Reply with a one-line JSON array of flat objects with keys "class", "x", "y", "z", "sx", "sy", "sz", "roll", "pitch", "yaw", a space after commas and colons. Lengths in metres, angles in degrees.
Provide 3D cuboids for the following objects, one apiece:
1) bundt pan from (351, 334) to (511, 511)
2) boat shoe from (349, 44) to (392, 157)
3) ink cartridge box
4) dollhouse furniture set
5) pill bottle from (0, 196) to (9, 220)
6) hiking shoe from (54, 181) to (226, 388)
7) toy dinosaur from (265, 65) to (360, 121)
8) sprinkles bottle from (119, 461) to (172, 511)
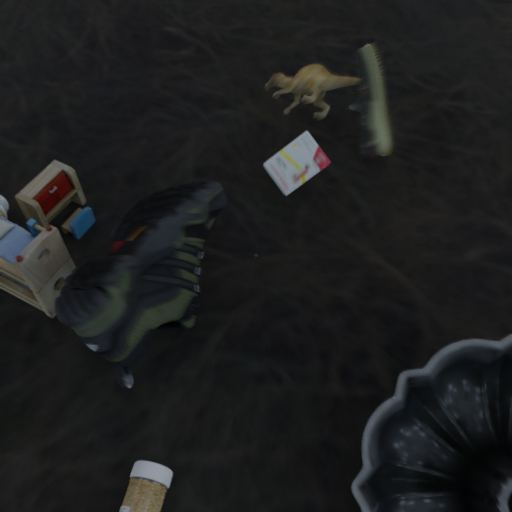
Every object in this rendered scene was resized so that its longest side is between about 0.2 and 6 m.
[{"class": "bundt pan", "x": 2.611, "y": 2.435, "z": 5.684, "sx": 3.196, "sy": 1.200, "sz": 3.196, "roll": -3, "pitch": 75, "yaw": 11}, {"class": "boat shoe", "x": 1.823, "y": -2.505, "z": 9.216, "sx": 0.595, "sy": 1.809, "sz": 0.646, "roll": -10, "pitch": 13, "yaw": 15}, {"class": "ink cartridge box", "x": 0.634, "y": -1.452, "z": 8.874, "sx": 0.872, "sy": 0.364, "sz": 0.633, "roll": -37, "pitch": 93, "yaw": 5}, {"class": "dollhouse furniture set", "x": -3.007, "y": -0.473, "z": 8.059, "sx": 1.380, "sy": 1.373, "sz": 1.959, "roll": 24, "pitch": 58, "yaw": 16}, {"class": "pill bottle", "x": -4.159, "y": -0.490, "z": 8.517, "sx": 0.582, "sy": 0.582, "sz": 1.039, "roll": 1, "pitch": 42, "yaw": 1}, {"class": "hiking shoe", "x": -1.284, "y": 0.210, "z": 7.598, "sx": 1.181, "sy": 1.570, "sz": 3.119, "roll": 2, "pitch": 39, "yaw": 36}, {"class": "toy dinosaur", "x": 1.028, "y": -2.890, "z": 9.587, "sx": 2.005, "sy": 0.583, "sz": 1.014, "roll": 5, "pitch": 64, "yaw": 16}, {"class": "sprinkles bottle", "x": -1.332, "y": 2.996, "z": 6.149, "sx": 0.465, "sy": 0.465, "sz": 1.362, "roll": 10, "pitch": 56, "yaw": 7}]
